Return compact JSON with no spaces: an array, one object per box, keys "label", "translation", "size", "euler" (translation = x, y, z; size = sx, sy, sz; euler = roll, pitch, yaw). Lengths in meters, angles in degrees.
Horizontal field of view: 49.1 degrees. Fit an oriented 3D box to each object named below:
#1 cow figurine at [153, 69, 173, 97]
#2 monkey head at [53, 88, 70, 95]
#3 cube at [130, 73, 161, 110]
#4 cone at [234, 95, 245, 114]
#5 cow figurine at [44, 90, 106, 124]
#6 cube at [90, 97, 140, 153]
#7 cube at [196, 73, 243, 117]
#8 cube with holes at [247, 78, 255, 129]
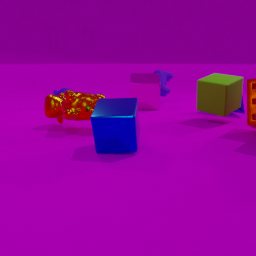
[{"label":"cow figurine","translation":[0.982,-1.732,11.253],"size":[1.459,1.483,0.814],"euler":[15,-12,-8]},{"label":"monkey head","translation":[-2.273,-1.061,9.926],"size":[1.010,0.609,0.727],"euler":[10,48,34]},{"label":"cube","translation":[0.592,-1.304,9.950],"size":[1.015,1.015,1.015],"euler":[0,29,1]},{"label":"cone","translation":[3.374,-0.806,8.954],"size":[1.283,1.283,1.288],"euler":[-4,36,-14]},{"label":"cow figurine","translation":[-1.326,-0.528,7.108],"size":[1.583,0.869,1.557],"euler":[2,-1,-11]},{"label":"cube","translation":[-0.208,-0.058,5.397],"size":[0.801,0.801,0.801],"euler":[-1,31,7]},{"label":"cube","translation":[2.558,-0.947,7.848],"size":[0.906,0.906,0.906],"euler":[-25,32,-37]},{"label":"cube with holes","translation":[3.368,-0.543,6.397],"size":[1.040,1.040,1.040],"euler":[-1,-6,33]}]
